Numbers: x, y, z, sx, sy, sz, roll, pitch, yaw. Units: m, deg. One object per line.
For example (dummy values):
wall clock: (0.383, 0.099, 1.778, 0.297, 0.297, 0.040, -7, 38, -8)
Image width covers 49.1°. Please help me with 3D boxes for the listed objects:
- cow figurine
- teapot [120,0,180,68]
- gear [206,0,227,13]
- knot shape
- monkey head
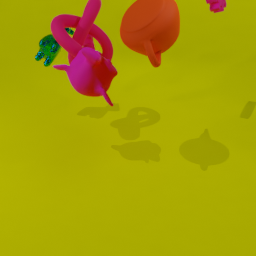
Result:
cow figurine: (-2.172, -2.565, 8.312, 0.692, 1.261, 1.241, 33, 50, -12)
teapot: (0.511, -2.076, 5.747, 1.271, 1.001, 2.044, -17, 54, 28)
gear: (2.296, -3.746, 7.309, 0.250, 1.352, 1.352, 1, 28, 34)
knot shape: (-1.097, -2.521, 7.413, 0.952, 1.928, 2.061, 7, -9, 22)
monkey head: (-0.868, -1.213, 6.151, 1.663, 1.002, 1.196, 34, 4, 5)
